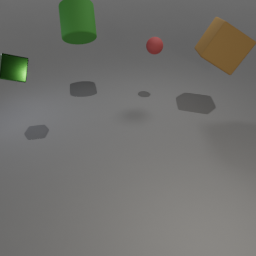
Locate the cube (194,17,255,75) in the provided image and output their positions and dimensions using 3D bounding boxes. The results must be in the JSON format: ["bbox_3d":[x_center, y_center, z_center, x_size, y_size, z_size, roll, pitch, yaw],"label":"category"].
[{"bbox_3d":[3.546,-3.070,10.430,1.400,1.400,1.400,28,26,-12],"label":"cube"}]

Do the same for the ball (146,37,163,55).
[{"bbox_3d":[1.102,-3.397,11.567,0.700,0.700,0.700,0,31,0],"label":"ball"}]

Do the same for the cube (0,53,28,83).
[{"bbox_3d":[-3.333,-1.719,8.092,0.700,0.700,0.700,5,6,-30],"label":"cube"}]

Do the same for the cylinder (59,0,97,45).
[{"bbox_3d":[-2.027,-4.286,11.308,1.400,1.400,1.400,-6,-2,0],"label":"cylinder"}]
